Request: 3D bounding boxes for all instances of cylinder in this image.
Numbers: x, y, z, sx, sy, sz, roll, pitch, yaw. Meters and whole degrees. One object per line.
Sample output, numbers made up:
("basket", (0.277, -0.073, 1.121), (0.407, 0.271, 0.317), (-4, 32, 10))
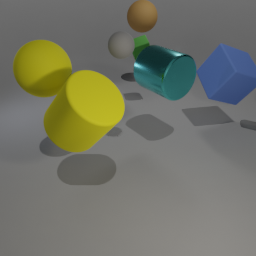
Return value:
("cylinder", (-1.016, -0.347, 6.369), (1.400, 1.400, 1.400), (20, 52, -27))
("cylinder", (1.123, -1.719, 8.634), (1.400, 1.400, 1.400), (-20, 36, -31))

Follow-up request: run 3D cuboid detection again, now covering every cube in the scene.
("cube", (0.511, -3.170, 11.219), (0.700, 0.700, 0.700), (-18, 45, 4))
("cube", (3.565, -1.864, 9.929), (1.400, 1.400, 1.400), (8, 51, -27))

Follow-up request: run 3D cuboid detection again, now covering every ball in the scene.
("ball", (-2.108, -1.462, 6.965), (1.400, 1.400, 1.400), (0, 30, 0))
("ball", (0.654, -5.109, 12.827), (1.400, 1.400, 1.400), (0, 30, 0))
("ball", (-0.178, -2.154, 7.295), (0.700, 0.700, 0.700), (0, 30, 0))
